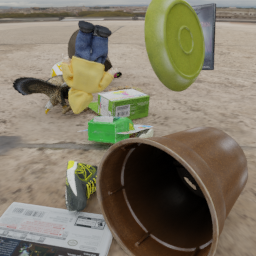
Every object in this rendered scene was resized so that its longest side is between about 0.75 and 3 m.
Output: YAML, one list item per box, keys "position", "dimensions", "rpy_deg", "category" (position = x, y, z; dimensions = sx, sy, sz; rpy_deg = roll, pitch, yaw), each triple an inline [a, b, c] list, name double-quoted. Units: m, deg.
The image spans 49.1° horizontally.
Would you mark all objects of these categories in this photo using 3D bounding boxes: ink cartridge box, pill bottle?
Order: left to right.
- position: [-2.707, -2.122, 12.736]
  dimensions: [1.331, 1.331, 2.396]
  rpy_deg: [-10, 29, -19]
  category: "pill bottle"
- position: [-0.508, -1.068, 11.010]
  dimensions: [1.674, 0.858, 2.265]
  rpy_deg: [-13, 30, -34]
  category: "ink cartridge box"

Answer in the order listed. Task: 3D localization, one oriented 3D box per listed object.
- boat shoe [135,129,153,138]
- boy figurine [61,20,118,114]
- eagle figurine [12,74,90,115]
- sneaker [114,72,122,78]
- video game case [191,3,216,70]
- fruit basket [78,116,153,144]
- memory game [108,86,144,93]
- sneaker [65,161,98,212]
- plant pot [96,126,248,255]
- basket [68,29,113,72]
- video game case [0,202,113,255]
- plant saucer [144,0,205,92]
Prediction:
- position: [0.440, 0.288, 8.909]
  dimensions: [0.344, 0.411, 1.149]
  rpy_deg: [14, 23, 25]
  category: "boat shoe"
- position: [-1.057, -1.514, 7.579]
  dimensions: [1.520, 2.445, 0.788]
  rpy_deg: [6, 31, -16]
  category: "boy figurine"
- position: [-2.932, -1.435, 10.832]
  dimensions: [2.491, 1.890, 1.880]
  rpy_deg: [39, 74, 17]
  category: "eagle figurine"
- position: [-0.688, -2.959, 15.540]
  dimensions: [0.412, 0.348, 0.942]
  rpy_deg: [14, 24, 39]
  category: "sneaker"
- position: [2.307, -3.157, 9.942]
  dimensions: [1.550, 2.170, 0.206]
  rpy_deg: [8, 19, 34]
  category: "video game case"
- position: [-0.360, -0.047, 8.987]
  dimensions: [1.773, 0.897, 1.914]
  rpy_deg: [4, 15, 29]
  category: "fruit basket"
- position: [-0.106, -1.717, 13.289]
  dimensions: [1.742, 0.111, 1.742]
  rpy_deg: [0, 27, 0]
  category: "memory game"
- position: [-0.988, 1.211, 6.403]
  dimensions: [0.851, 0.749, 2.010]
  rpy_deg: [1, 15, -12]
  category: "sneaker"
- position: [1.037, 1.060, 5.424]
  dimensions: [2.385, 2.385, 2.361]
  rpy_deg: [20, 25, 35]
  category: "plant pot"
- position: [-1.934, -3.472, 14.638]
  dimensions: [1.968, 2.609, 2.894]
  rpy_deg: [-11, 39, -15]
  category: "basket"
- position: [-1.568, 2.265, 5.034]
  dimensions: [2.346, 0.274, 2.133]
  rpy_deg: [6, 26, 9]
  category: "video game case"
- position: [1.475, -2.408, 7.829]
  dimensions: [0.428, 2.755, 2.755]
  rpy_deg: [0, 20, 43]
  category: "plant saucer"
